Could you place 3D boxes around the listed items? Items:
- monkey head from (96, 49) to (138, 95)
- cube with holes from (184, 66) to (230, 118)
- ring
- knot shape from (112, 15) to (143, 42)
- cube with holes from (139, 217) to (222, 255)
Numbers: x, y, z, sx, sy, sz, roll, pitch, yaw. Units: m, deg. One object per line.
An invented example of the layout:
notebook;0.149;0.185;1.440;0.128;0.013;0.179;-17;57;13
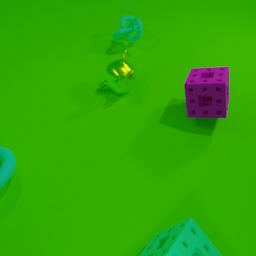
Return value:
monkey head;-0.341;-1.703;9.000;1.028;1.228;1.706;42;102;11
cube with holes;2.355;-1.051;8.247;1.101;1.101;1.101;2;35;24
ring;-3.599;1.114;7.050;1.585;0.317;1.585;-10;43;9
knot shape;0.099;-3.662;10.406;1.290;0.596;1.207;-49;45;-12
cube with holes;0.955;2.652;5.280;1.139;1.139;1.139;51;39;7
